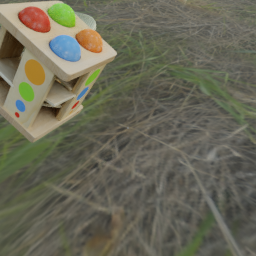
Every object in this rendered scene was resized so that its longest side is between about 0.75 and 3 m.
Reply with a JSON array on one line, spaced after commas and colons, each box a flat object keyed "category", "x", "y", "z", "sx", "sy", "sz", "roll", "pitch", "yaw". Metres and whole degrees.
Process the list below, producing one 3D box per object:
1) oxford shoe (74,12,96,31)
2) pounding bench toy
[{"category": "oxford shoe", "x": -1.633, "y": -3.044, "z": 8.384, "sx": 0.869, "sy": 0.667, "sz": 2.310, "roll": -22, "pitch": 38, "yaw": -29}, {"category": "pounding bench toy", "x": -0.906, "y": -0.960, "z": 3.949, "sx": 1.116, "sy": 1.402, "sz": 1.797, "roll": 43, "pitch": 37, "yaw": 3}]
